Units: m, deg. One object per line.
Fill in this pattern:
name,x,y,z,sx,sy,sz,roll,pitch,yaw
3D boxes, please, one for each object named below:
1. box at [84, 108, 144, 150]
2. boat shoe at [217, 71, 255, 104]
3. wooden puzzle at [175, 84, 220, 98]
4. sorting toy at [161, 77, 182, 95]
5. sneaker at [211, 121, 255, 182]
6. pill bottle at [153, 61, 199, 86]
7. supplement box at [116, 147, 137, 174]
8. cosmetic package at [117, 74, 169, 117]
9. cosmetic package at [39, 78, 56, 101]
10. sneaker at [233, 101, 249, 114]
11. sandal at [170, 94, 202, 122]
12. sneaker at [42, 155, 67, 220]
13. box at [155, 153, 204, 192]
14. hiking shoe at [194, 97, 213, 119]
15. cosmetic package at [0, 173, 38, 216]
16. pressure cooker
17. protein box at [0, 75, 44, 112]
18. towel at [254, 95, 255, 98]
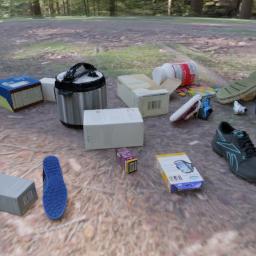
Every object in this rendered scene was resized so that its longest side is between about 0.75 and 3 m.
box,-0.533,-0.008,9.897,1.996,0.973,1.242,-4,27,-6
boat shoe,5.580,-1.772,13.266,2.854,0.976,1.067,-25,36,-3
wooden puzzle,3.694,-1.867,14.309,2.437,0.171,1.445,-11,30,-21
sorting toy,1.837,-2.014,13.917,1.189,0.237,1.609,-48,34,-4
sneaker,3.418,0.689,8.579,0.954,1.003,2.530,-8,30,-19
pill bottle,2.546,-2.885,15.069,2.265,1.271,1.271,-10,29,-19
supplement box,-0.055,0.979,8.590,0.345,0.444,0.805,-13,31,-25
cosmetic package,0.613,-1.573,12.842,1.497,1.012,2.846,-10,29,-19
cosmetic package,-3.381,-1.806,13.391,1.733,0.932,0.735,10,30,16
sneaker,4.952,-0.850,12.244,0.629,0.350,0.900,10,38,14
sandal,2.617,-0.785,11.682,0.640,1.060,2.605,50,41,3
sneaker,-1.908,1.613,7.302,0.636,0.706,1.813,-5,49,-12
box,1.478,1.303,8.122,0.964,0.336,1.619,-4,30,-10
hiking shoe,3.337,-0.810,12.017,0.652,0.559,1.503,20,43,19
cosmetic package,-3.155,1.645,7.163,1.430,0.645,0.764,7,28,19
pressure cooker,-1.820,-1.393,11.082,2.085,2.334,2.053,-10,29,-18
protein box,-5.014,-1.635,12.902,1.560,1.060,1.571,23,35,36
towel,6.510,-2.107,14.760,1.760,0.290,2.431,19,32,36
